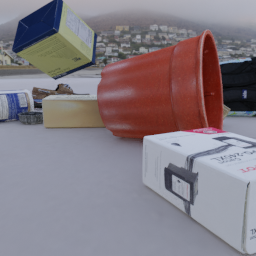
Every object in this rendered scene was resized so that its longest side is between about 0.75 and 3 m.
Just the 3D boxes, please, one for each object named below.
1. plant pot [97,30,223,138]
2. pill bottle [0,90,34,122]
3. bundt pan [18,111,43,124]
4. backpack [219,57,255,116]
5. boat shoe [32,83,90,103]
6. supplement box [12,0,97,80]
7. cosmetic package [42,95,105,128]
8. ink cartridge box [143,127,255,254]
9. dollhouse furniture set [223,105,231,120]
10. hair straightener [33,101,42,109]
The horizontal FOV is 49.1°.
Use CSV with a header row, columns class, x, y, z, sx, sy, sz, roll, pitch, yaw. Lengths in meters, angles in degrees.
class,x,y,z,sx,sy,sz,roll,pitch,yaw
plant pot,0.812,-0.786,6.861,2.559,2.631,2.631,-3,10,27
pill bottle,-4.280,-0.741,9.501,1.877,1.041,1.041,-9,15,-37
bundt pan,-3.176,-0.324,9.275,0.879,0.330,0.879,0,11,0
backpack,3.629,-1.465,10.808,2.798,2.283,2.152,-7,4,-2
boat shoe,-3.111,-1.593,13.389,2.882,1.043,1.041,-6,14,-26
supplement box,-1.932,-2.329,7.632,1.573,1.056,1.571,-13,-28,30
cosmetic package,-1.340,-0.568,9.019,2.529,0.899,1.331,-1,12,-3
ink cartridge box,1.289,0.618,3.769,1.423,0.817,1.959,-6,14,-27
dollhouse furniture set,1.974,-0.443,8.685,1.762,1.170,1.544,38,29,21
hair straightener,-3.996,-0.920,12.144,1.946,0.398,0.749,7,14,10
